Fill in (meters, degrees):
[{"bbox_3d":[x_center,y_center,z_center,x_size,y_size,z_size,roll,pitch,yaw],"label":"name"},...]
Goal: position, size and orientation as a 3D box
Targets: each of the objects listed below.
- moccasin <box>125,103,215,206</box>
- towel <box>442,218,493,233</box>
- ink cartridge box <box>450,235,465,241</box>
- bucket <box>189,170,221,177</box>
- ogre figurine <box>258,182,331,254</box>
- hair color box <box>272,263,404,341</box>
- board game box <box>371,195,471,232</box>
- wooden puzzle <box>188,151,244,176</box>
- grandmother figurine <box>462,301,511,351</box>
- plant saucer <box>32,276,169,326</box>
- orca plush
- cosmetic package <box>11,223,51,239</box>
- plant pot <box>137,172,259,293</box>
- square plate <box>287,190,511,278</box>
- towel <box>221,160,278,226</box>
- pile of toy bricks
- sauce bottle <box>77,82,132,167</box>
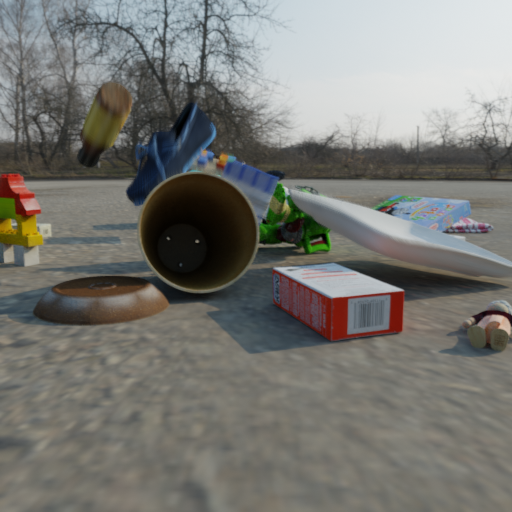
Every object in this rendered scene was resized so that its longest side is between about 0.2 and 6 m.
[{"bbox_3d":[-1.615,-1.818,9.771,0.948,0.804,2.357,-6,39,35],"label":"moccasin"},{"bbox_3d":[5.081,-0.883,15.232,2.220,0.332,1.624,0,11,1],"label":"towel"},{"bbox_3d":[4.061,-0.350,12.343,1.126,0.286,1.278,-7,13,-32],"label":"ink cartridge box"},{"bbox_3d":[-1.689,-1.720,16.470,1.707,1.707,1.110,0,14,2],"label":"bucket"},{"bbox_3d":[0.781,-0.660,11.341,1.539,2.567,1.259,6,50,-27],"label":"ogre figurine"},{"bbox_3d":[0.918,0.505,6.754,0.923,0.532,1.664,-4,12,-19],"label":"hair color box"},{"bbox_3d":[3.944,-1.012,14.349,1.769,0.428,2.339,-27,24,-30],"label":"board game box"},{"bbox_3d":[-1.056,-2.338,14.056,1.437,0.333,1.331,8,22,3],"label":"wooden puzzle"},{"bbox_3d":[2.629,0.727,6.123,0.671,0.335,1.106,14,18,23],"label":"grandmother figurine"},{"bbox_3d":[-2.001,0.523,7.302,1.716,0.314,1.716,0,9,0],"label":"plant saucer"},{"bbox_3d":[0.758,-1.400,15.847,3.389,1.783,1.205,0,-22,10],"label":"orca plush"},{"bbox_3d":[-5.531,-0.604,13.627,0.931,0.331,0.490,3,10,14],"label":"cosmetic package"},{"bbox_3d":[-0.997,-0.241,8.476,1.683,1.683,1.806,-3,-5,-15],"label":"plant pot"},{"bbox_3d":[2.319,-0.324,9.115,2.922,0.420,2.950,12,13,-27],"label":"square plate"},{"bbox_3d":[-0.393,-0.880,10.521,1.253,1.706,0.203,28,7,32],"label":"towel"},{"bbox_3d":[-6.090,-0.936,10.396,4.236,2.091,2.350,6,12,33],"label":"pile of toy bricks"},{"bbox_3d":[-2.493,-2.036,8.987,0.578,0.578,1.752,-7,-18,-33],"label":"sauce bottle"}]
